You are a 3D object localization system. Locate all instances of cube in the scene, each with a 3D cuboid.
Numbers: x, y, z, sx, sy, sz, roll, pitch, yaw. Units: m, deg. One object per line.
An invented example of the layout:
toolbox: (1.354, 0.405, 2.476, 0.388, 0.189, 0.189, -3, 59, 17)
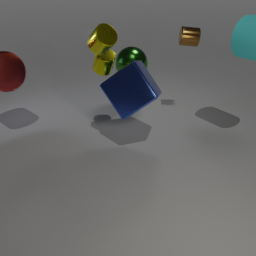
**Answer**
cube: (0.143, -1.322, 9.533, 1.400, 1.400, 1.400, -32, 5, 18)

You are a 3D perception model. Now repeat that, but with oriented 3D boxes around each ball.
ball: (0.154, -2.805, 12.138, 1.400, 1.400, 1.400, 0, 29, 0)

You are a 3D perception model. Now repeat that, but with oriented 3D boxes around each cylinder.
cylinder: (2.357, -3.507, 10.753, 0.700, 0.700, 0.700, 5, 29, -1)
cylinder: (-4.657, -2.071, 10.167, 1.400, 1.400, 1.400, -25, 28, -37)
cylinder: (4.378, -2.907, 9.152, 1.400, 1.400, 1.400, -20, 33, -32)
cylinder: (-0.761, -2.612, 8.290, 0.700, 0.700, 0.700, -18, -1, -29)
cylinder: (-0.839, -2.303, 9.743, 0.700, 0.700, 0.700, 9, 54, -13)
